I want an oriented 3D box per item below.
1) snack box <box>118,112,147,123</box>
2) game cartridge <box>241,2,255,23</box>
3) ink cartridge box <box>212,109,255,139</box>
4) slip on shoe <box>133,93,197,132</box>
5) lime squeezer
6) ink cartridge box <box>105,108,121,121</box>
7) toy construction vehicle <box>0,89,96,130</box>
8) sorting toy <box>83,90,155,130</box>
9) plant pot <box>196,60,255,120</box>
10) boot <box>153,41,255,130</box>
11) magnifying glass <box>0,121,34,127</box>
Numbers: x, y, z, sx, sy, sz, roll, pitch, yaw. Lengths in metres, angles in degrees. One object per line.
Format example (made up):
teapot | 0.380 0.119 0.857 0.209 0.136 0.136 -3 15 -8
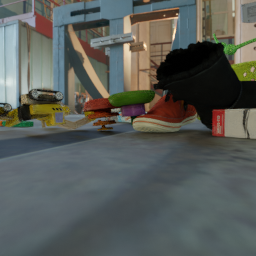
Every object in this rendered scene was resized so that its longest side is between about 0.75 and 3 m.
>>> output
snack box | 0.973 -0.476 12.282 2.504 0.464 1.454 -2 4 -32
game cartridge | 4.668 -4.243 10.234 1.084 0.723 0.219 -12 16 -1
ink cartridge box | 2.342 -0.090 5.128 0.909 0.527 1.259 -2 3 -35
slip on shoe | 0.972 -0.412 6.938 1.056 0.872 2.851 2 12 32
lime squeezer | 3.232 -2.729 9.033 0.387 0.725 2.053 20 10 -30
ink cartridge box | -0.275 -0.861 13.346 1.676 0.696 1.228 0 -23 -5
toy construction vehicle | -2.410 -0.281 7.397 2.211 0.894 2.539 -12 -8 42
sorting toy | -0.150 -0.333 6.639 1.244 0.850 2.071 -8 1 -42
plant pot | 4.723 -1.628 13.424 2.556 2.817 2.803 -9 7 -21
boot | 2.186 -0.910 5.818 2.885 1.067 2.364 -10 -35 42
magnifying glass | -3.944 -0.159 9.258 1.875 0.210 0.746 1 4 24
